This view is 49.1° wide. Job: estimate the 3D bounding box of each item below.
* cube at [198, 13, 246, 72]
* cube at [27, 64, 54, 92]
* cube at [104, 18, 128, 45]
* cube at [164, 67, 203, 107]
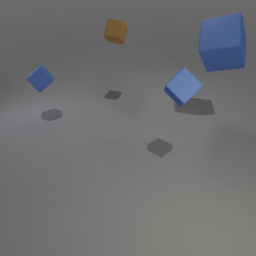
[{"bbox_3d":[3.488,-3.076,10.259,1.400,1.400,1.400,-1,67,29],"label":"cube"},{"bbox_3d":[-3.326,-1.901,10.705,0.700,0.700,0.700,-39,23,4],"label":"cube"},{"bbox_3d":[-0.478,-3.830,11.157,0.700,0.700,0.700,15,-1,10],"label":"cube"},{"bbox_3d":[1.473,-1.081,7.571,0.700,0.700,0.700,45,0,5],"label":"cube"}]
